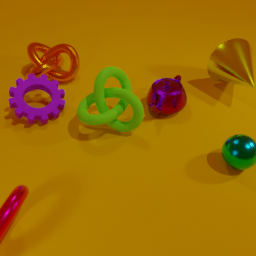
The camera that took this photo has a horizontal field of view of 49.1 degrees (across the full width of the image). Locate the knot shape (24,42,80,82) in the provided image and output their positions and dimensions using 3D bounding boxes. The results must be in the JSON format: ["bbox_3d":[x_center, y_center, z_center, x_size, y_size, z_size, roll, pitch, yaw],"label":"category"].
[{"bbox_3d":[-2.567,-2.171,8.993,1.841,0.851,1.723,-23,55,-12],"label":"knot shape"}]

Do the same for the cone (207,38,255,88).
[{"bbox_3d":[3.235,-1.563,8.007,1.451,1.451,1.456,-8,43,-8],"label":"cone"}]

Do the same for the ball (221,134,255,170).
[{"bbox_3d":[2.545,0.541,6.351,0.813,0.813,0.813,0,44,0],"label":"ball"}]

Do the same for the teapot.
[{"bbox_3d":[1.046,-0.909,7.766,1.142,0.900,1.837,21,49,25],"label":"teapot"}]

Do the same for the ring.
[{"bbox_3d":[-2.167,1.612,4.875,0.271,1.353,1.353,31,45,-10],"label":"ring"}]

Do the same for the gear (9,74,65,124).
[{"bbox_3d":[-2.478,-0.810,7.691,1.457,0.269,1.457,8,62,-15],"label":"gear"}]

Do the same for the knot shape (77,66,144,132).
[{"bbox_3d":[-0.398,-0.760,7.045,1.678,0.776,1.571,9,84,-1],"label":"knot shape"}]
